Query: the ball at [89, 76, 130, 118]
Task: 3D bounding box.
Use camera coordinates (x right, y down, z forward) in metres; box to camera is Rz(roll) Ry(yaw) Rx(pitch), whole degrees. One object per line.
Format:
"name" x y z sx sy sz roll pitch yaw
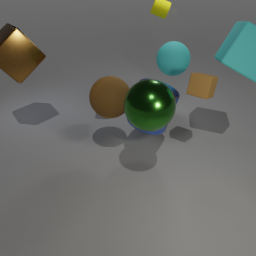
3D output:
"ball" -0.583 -1.017 9.305 1.400 1.400 1.400 0 31 0

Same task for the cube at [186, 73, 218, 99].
"cube" 2.400 -1.374 9.043 0.700 0.700 0.700 21 21 29

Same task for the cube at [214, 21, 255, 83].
"cube" 3.933 -2.537 9.248 1.400 1.400 1.400 29 21 -4

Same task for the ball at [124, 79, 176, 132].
"ball" 0.581 -0.605 7.537 1.400 1.400 1.400 0 31 0

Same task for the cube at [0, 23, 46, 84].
"cube" -4.100 -2.682 10.060 1.400 1.400 1.400 -49 41 -5

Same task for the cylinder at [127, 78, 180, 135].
"cylinder" 0.811 -0.719 9.276 1.400 1.400 1.400 15 28 -8

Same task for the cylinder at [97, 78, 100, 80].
"cylinder" -1.043 -1.579 11.518 0.700 0.700 0.700 4 54 7

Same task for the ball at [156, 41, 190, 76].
"ball" 1.887 -2.888 11.693 1.400 1.400 1.400 0 31 0

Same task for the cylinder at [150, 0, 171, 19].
"cylinder" 1.414 -5.205 12.140 0.700 0.700 0.700 20 31 -6
